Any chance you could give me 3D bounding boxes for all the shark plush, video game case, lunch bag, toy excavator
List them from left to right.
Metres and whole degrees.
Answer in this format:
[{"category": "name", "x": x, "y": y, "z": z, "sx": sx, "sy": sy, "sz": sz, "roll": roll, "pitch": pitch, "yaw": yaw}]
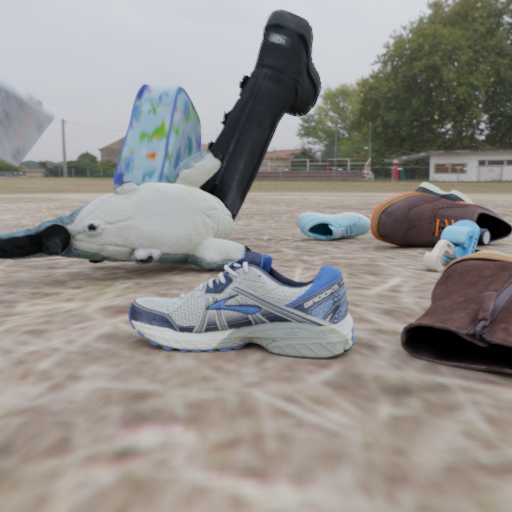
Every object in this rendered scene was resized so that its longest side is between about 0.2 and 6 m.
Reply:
[{"category": "video game case", "x": -3.151, "y": -1.700, "z": 7.044, "sx": 0.839, "sy": 0.926, "sz": 0.210, "roll": 30, "pitch": 28, "yaw": -36}, {"category": "shark plush", "x": -1.856, "y": -0.102, "z": 8.254, "sx": 4.189, "sy": 1.903, "sz": 1.745, "roll": -25, "pitch": -1, "yaw": -42}, {"category": "lunch bag", "x": -1.805, "y": -1.823, "z": 10.879, "sx": 1.037, "sy": 2.516, "sz": 2.022, "roll": 5, "pitch": -15, "yaw": 13}, {"category": "toy excavator", "x": 3.066, "y": -0.142, "z": 8.777, "sx": 0.564, "sy": 1.098, "sz": 1.129, "roll": 10, "pitch": -16, "yaw": 48}]

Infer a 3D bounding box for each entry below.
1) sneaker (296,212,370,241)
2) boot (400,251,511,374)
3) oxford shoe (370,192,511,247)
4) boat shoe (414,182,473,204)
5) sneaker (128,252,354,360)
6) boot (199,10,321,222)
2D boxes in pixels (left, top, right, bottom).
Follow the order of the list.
[{"category": "sneaker", "x": 1.784, "y": -0.566, "z": 12.500, "sx": 1.734, "sy": 0.641, "sz": 0.711, "roll": -1, "pitch": 31, "yaw": -9}, {"category": "boot", "x": 2.559, "y": 0.538, "z": 4.508, "sx": 2.344, "sy": 0.848, "sz": 1.950, "roll": 7, "pitch": 23, "yaw": 33}, {"category": "oxford shoe", "x": 3.729, "y": -0.676, "z": 11.178, "sx": 3.114, "sy": 1.108, "sz": 1.129, "roll": -4, "pitch": 14, "yaw": -24}, {"category": "boat shoe", "x": 4.771, "y": -1.029, "z": 14.500, "sx": 1.147, "sy": 1.219, "sz": 3.394, "roll": -34, "pitch": 17, "yaw": 0}, {"category": "sneaker", "x": -0.143, "y": 0.348, "z": 4.759, "sx": 1.927, "sy": 0.821, "sz": 0.742, "roll": 1, "pitch": 8, "yaw": 9}, {"category": "boot", "x": 0.054, "y": -2.315, "z": 11.166, "sx": 1.248, "sy": 3.801, "sz": 3.133, "roll": 18, "pitch": -10, "yaw": 16}]
